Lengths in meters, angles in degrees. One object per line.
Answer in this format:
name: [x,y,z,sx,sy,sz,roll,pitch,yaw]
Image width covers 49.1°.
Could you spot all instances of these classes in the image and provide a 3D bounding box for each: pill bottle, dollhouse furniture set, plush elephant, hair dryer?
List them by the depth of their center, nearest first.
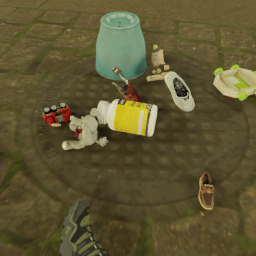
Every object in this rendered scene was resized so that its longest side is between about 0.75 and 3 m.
plush elephant: [-1.545,0.019,9.977,1.657,1.283,1.365,10,46,10]
pill bottle: [-0.043,-0.430,10.470,2.134,1.188,1.188,9,46,8]
hair dryer: [-0.048,-1.233,10.702,0.569,2.095,1.596,-29,37,22]
dollhouse furniture set: [1.229,-3.014,12.696,0.805,1.648,1.406,-11,8,-12]

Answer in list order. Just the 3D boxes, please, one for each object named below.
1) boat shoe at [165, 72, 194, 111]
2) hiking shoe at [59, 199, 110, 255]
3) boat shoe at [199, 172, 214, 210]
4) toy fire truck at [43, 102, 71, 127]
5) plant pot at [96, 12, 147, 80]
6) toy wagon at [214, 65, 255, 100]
boat shoe: [2.058,-1.285,10.764,0.676,1.937,0.690,-36,30,5]
hiking shoe: [-0.977,3.278,7.061,1.497,1.126,2.974,5,54,-7]
boat shoe: [2.456,1.909,8.704,0.443,0.442,1.229,7,46,7]
toy fire truck: [-2.684,-0.381,10.862,1.009,0.738,1.146,-19,59,-18]
plant pot: [-0.336,-3.975,13.145,2.559,2.404,2.559,0,45,0]
toy wagon: [5.229,-2.119,12.650,2.565,0.507,1.990,-14,47,-14]
